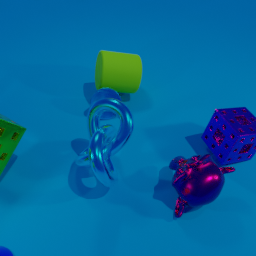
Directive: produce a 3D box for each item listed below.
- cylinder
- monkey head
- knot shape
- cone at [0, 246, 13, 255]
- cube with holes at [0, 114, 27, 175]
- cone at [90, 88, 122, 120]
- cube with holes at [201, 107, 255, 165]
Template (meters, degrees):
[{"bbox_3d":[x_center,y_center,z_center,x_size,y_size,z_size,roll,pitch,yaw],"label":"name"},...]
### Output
[{"bbox_3d":[-0.299,-1.589,8.024,1.122,1.122,1.122,2,42,-18],"label":"cylinder"},{"bbox_3d":[1.352,1.042,5.733,1.580,0.952,1.137,-37,14,-9],"label":"monkey head"},{"bbox_3d":[-0.516,0.425,5.842,0.839,1.816,1.699,14,40,-19],"label":"knot shape"},{"bbox_3d":[-2.410,2.167,4.534,0.856,0.859,0.856,-1,46,1],"label":"cone"},{"bbox_3d":[-3.154,0.182,5.315,1.376,1.376,1.376,26,85,16],"label":"cube with holes"},{"bbox_3d":[-0.694,-0.765,7.995,0.872,0.872,0.875,-10,18,-11],"label":"cone"},{"bbox_3d":[2.450,0.161,6.487,0.901,0.901,0.901,-5,44,-23],"label":"cube with holes"}]
